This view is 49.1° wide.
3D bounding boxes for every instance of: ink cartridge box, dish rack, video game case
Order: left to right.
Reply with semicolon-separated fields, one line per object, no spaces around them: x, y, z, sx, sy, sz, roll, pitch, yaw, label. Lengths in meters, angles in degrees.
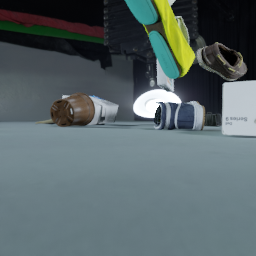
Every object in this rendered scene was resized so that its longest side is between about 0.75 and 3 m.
-1.693;-0.813;12.287;1.524;0.888;2.108;24;17;30;ink cartridge box
1.282;-2.801;9.493;0.353;2.976;2.709;0;2;14;video game case
2.579;-0.320;11.165;2.015;0.550;1.546;-2;0;-3;dish rack
2.585;-0.299;4.643;1.460;0.841;2.000;1;2;36;ink cartridge box

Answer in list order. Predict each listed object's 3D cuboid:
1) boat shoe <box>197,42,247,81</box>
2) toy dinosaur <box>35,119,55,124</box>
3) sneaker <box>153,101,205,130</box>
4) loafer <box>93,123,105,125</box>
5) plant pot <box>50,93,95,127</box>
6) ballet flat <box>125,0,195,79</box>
3.746;-2.480;10.489;2.793;1.003;0.831;9;-18;-38;boat shoe
-2.955;-0.613;13.303;2.857;1.259;0.678;-3;44;-14;toy dinosaur
1.299;-0.348;7.539;1.202;0.777;2.216;2;5;6;sneaker
-1.464;-0.297;13.013;0.325;0.323;0.892;2;3;40;loafer
-2.021;-0.597;10.051;1.290;1.290;1.277;1;10;19;plant pot
0.680;-2.188;5.622;0.853;2.544;0.850;-42;31;-14;ballet flat
